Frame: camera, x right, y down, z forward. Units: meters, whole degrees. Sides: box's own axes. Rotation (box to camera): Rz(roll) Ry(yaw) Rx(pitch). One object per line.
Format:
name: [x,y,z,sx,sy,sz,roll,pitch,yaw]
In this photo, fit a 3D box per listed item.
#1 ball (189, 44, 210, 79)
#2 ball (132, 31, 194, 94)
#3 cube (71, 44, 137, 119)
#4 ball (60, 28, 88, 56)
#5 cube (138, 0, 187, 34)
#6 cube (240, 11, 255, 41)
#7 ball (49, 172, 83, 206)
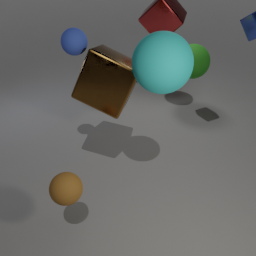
ball: [2.666,-2.739,11.539,1.400,1.400,1.400,0,33,0]
ball: [0.781,-1.478,6.384,1.400,1.400,1.400,0,33,0]
cube: [-0.525,-1.333,7.812,1.400,1.400,1.400,26,23,-2]
ball: [-1.406,-2.253,7.322,0.700,0.700,0.700,0,33,0]
cube: [1.529,-4.849,12.177,1.400,1.400,1.400,-33,23,38]
cube: [3.830,-3.034,8.095,0.700,0.700,0.700,-27,8,-3]
ball: [-1.300,1.273,5.882,0.700,0.700,0.700,0,33,0]
